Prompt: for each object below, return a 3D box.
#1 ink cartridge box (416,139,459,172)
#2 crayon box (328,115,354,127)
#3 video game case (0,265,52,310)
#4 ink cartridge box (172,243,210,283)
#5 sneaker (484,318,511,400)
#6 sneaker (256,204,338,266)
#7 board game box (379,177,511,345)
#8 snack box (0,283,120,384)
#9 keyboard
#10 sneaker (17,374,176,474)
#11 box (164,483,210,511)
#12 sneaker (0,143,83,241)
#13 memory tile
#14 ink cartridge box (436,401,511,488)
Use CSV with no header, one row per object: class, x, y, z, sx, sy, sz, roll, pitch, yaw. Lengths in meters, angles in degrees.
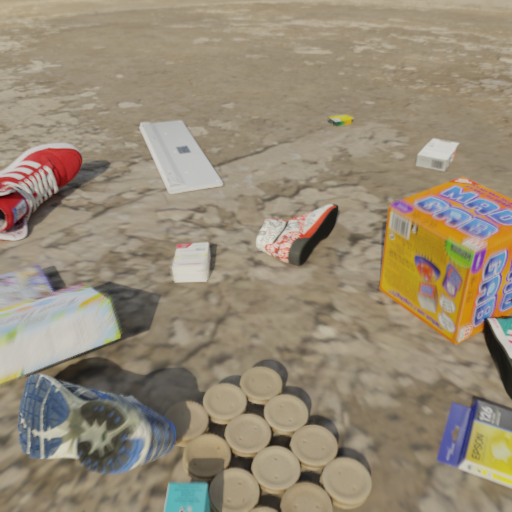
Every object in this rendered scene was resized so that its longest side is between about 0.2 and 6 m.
ink cartridge box,4.991,-2.780,15.343,0.790,0.365,1.451,17,35,25
crayon box,2.721,-4.335,17.935,0.728,0.185,0.462,-14,35,-19
video game case,-4.245,0.794,9.759,1.305,0.327,1.440,-19,37,-26
ink cartridge box,-1.234,0.126,10.756,0.635,0.365,0.875,-2,32,2
sneaker,4.149,1.524,8.305,1.072,0.742,1.775,-6,31,8
sneaker,0.842,-0.628,11.623,1.145,0.714,2.137,20,40,23
board game box,3.456,0.014,9.546,1.817,1.817,1.818,-21,38,-25
snack box,-3.299,1.125,8.412,2.024,0.685,1.707,-21,17,-26
keyboard,-2.230,-2.916,15.736,1.392,0.264,4.946,-6,33,-18
sneaker,-2.081,2.164,7.158,2.611,1.006,1.112,6,-8,39
box,-0.753,3.244,5.540,0.442,0.741,1.800,0,33,1
sneaker,-5.059,-1.428,12.419,3.403,1.212,1.914,-34,41,-31
memory tile,0.065,2.481,7.050,1.833,0.201,2.392,-21,43,-28
ink cartridge box,3.060,2.410,7.314,1.139,0.268,1.126,17,36,21
